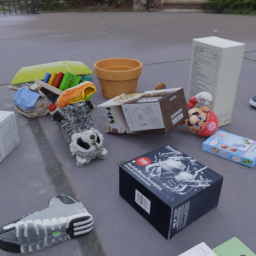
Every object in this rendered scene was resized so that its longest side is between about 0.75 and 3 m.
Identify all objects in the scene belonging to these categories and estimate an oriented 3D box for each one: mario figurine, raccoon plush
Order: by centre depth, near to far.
[{"bbox_3d":[-1.499,0.240,9.238,1.358,1.881,2.808,-22,0,-9],"label":"raccoon plush"},{"bbox_3d":[1.897,-0.597,9.723,2.603,1.607,1.380,32,57,23],"label":"mario figurine"}]

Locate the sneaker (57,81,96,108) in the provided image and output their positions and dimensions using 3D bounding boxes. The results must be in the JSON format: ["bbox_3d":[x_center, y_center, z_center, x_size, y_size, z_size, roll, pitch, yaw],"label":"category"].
[{"bbox_3d":[-1.568,-0.990,8.477,1.286,0.469,0.496,-33,45,-8],"label":"sneaker"}]

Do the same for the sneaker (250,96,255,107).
[{"bbox_3d":[6.503,-1.941,11.866,2.858,2.065,1.086,-13,33,-20],"label":"sneaker"}]

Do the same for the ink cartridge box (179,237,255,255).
[{"bbox_3d":[1.791,2.663,4.979,1.945,0.466,1.415,-17,32,-25],"label":"ink cartridge box"}]

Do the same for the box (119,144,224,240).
[{"bbox_3d":[0.968,1.391,6.758,1.690,0.966,1.856,-19,34,-33],"label":"box"}]

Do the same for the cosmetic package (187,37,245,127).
[{"bbox_3d":[3.089,-1.665,10.281,1.093,2.991,1.549,-14,33,-25],"label":"cosmetic package"}]

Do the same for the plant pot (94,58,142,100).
[{"bbox_3d":[-0.433,-2.214,12.895,2.165,1.515,2.165,0,28,0],"label":"plant pot"}]

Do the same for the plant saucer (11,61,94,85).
[{"bbox_3d":[-3.478,-2.645,13.203,2.963,0.710,2.967,-6,10,13],"label":"plant saucer"}]

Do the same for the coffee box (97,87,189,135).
[{"bbox_3d":[0.477,-0.554,9.497,2.684,1.071,1.517,1,23,42],"label":"coffee box"}]

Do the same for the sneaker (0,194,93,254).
[{"bbox_3d":[-1.825,1.979,6.083,1.951,0.732,1.127,-1,22,-24],"label":"sneaker"}]

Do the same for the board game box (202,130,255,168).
[{"bbox_3d":[3.372,0.603,8.939,1.597,0.292,1.208,22,35,35],"label":"board game box"}]

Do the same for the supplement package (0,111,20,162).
[{"bbox_3d":[-4.506,0.280,8.580,1.552,1.194,1.623,4,27,7],"label":"supplement package"}]

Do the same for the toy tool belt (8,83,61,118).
[{"bbox_3d":[-3.659,-1.092,10.907,2.092,1.286,1.306,16,69,30],"label":"toy tool belt"}]

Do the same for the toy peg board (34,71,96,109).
[{"bbox_3d":[-2.456,-1.765,11.668,1.956,0.961,1.964,27,3,40],"label":"toy peg board"}]

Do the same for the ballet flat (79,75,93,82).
[{"bbox_3d":[-2.376,-2.641,15.042,0.968,0.328,0.350,-9,10,-8],"label":"ballet flat"}]
